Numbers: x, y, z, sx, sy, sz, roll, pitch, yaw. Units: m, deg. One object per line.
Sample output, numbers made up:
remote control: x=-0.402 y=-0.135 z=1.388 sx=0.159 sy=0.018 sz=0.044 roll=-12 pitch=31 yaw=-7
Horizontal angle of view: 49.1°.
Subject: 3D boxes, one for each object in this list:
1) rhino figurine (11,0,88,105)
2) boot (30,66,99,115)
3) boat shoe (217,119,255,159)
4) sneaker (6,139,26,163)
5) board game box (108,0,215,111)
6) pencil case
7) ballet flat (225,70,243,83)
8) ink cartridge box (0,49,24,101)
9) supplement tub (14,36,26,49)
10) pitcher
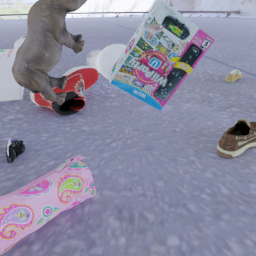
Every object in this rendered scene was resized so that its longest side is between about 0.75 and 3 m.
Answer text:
rhino figurine: x=-1.109 y=-1.421 z=4.238 sx=0.873 sy=1.997 sz=0.597 roll=17 pitch=9 yaw=-26
boot: x=-1.551 y=-1.200 z=9.019 sx=1.852 sy=0.930 sz=2.568 roll=23 pitch=42 yaw=37
boat shoe: x=2.755 y=0.103 z=6.586 sx=0.661 sy=0.662 sz=1.791 roll=22 pitch=34 yaw=37
sneaker: x=-2.494 y=0.477 z=6.248 sx=0.379 sy=0.328 sz=0.867 roll=-2 pitch=26 yaw=-17
board game box: x=0.577 y=-1.288 z=5.170 sx=1.213 sy=1.644 sz=0.528 roll=26 pitch=26 yaw=-24
pencil case: x=-1.383 y=1.121 z=4.358 sx=0.829 sy=0.829 sz=1.896 roll=23 pitch=35 yaw=38
ballet flat: x=4.418 y=-2.194 z=11.529 sx=0.449 sy=0.412 sz=1.308 roll=18 pitch=31 yaw=32
ink cartridge box: x=-4.666 y=-1.772 z=9.471 sx=1.984 sy=1.449 sz=1.456 roll=-7 pitch=28 yaw=-14
supplement tub: x=-5.576 y=-4.406 z=15.259 sx=1.057 sy=1.057 sz=1.506 roll=-4 pitch=27 yaw=-8
pitcher: x=-0.363 y=-2.672 z=11.585 sx=2.057 sy=1.454 sz=2.398 roll=-3 pitch=14 yaw=-29
